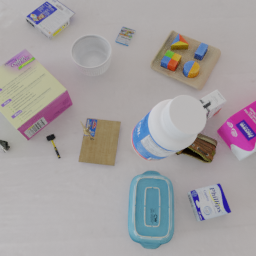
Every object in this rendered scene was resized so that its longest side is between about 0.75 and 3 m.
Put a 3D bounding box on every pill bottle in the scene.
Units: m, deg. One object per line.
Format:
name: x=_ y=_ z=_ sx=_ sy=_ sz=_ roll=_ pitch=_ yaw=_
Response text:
pill bottle: x=1.051 y=0.032 z=7.605 sx=1.363 sy=2.429 sz=1.363 roll=6 pitch=70 yaw=-17

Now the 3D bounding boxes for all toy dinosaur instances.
toy dinosaur: x=-1.349 y=0.063 z=9.128 sx=0.240 sy=0.418 sz=0.826 roll=-35 pitch=93 yaw=-44

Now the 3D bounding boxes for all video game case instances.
video game case: x=-0.114 y=-4.228 z=12.905 sx=0.654 sy=0.081 sz=0.914 roll=21 pitch=70 yaw=9

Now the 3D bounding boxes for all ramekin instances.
ramekin: x=-1.535 y=-3.037 z=11.985 sx=1.725 sy=0.905 sz=1.725 roll=0 pitch=68 yaw=0

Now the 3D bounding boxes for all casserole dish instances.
casserole dish: x=0.837 y=2.796 z=9.872 sx=1.650 sy=0.529 sz=2.725 roll=3 pitch=69 yaw=1

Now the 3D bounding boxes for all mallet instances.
mallet: x=-2.809 y=0.696 z=10.902 sx=0.339 sy=0.212 sz=1.031 roll=-31 pitch=76 yaw=-16

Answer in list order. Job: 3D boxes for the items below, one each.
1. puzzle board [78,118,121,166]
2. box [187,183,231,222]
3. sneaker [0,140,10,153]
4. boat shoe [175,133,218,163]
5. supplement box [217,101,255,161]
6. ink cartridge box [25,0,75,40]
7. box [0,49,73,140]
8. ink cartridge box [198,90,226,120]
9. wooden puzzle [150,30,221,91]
puzzle board: x=-1.083 y=0.531 z=10.971 sx=1.390 sy=0.161 sz=1.845 roll=6 pitch=68 yaw=4
box: x=2.836 y=2.623 z=9.884 sx=1.155 sy=0.606 sz=1.063 roll=-14 pitch=70 yaw=-6
sneaker: x=-4.869 y=0.588 z=10.902 sx=0.342 sy=0.251 sz=0.756 roll=-40 pitch=77 yaw=-17
boat shoe: x=1.998 y=0.531 z=10.525 sx=2.687 sy=0.967 sz=0.914 roll=17 pitch=68 yaw=7
supplement box: x=5.125 y=-0.255 z=10.559 sx=2.948 sy=1.524 sz=1.492 roll=-31 pitch=73 yaw=-10
ink cartridge box: x=-3.612 y=-5.169 z=13.131 sx=1.691 sy=0.402 sz=1.711 roll=40 pitch=72 yaw=16
box: x=-4.017 y=-1.330 z=11.091 sx=2.352 sy=1.293 sz=2.674 roll=-42 pitch=75 yaw=-15
ink cartridge box: x=2.942 y=-0.702 z=10.959 sx=1.482 sy=1.069 sz=0.621 roll=-29 pitch=71 yaw=-11
wooden puzzle: x=2.547 y=-3.084 z=12.179 sx=2.496 sy=0.578 sz=2.312 roll=28 pitch=71 yaw=11
